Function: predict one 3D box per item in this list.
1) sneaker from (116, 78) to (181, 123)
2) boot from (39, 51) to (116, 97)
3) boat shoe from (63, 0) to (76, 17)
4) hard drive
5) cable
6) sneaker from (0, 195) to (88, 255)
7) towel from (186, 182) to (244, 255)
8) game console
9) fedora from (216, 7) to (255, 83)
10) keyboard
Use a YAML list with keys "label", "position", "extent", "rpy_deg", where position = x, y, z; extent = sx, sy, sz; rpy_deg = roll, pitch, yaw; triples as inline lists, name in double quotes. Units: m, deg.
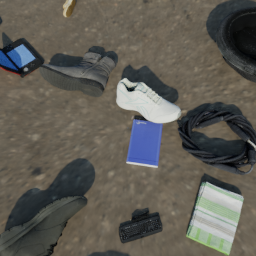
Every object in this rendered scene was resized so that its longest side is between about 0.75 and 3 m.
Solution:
- label: "sneaker"
  position: [0.513, -0.768, 7.858]
  extent: [2.051, 0.822, 0.721]
  rpy_deg: [22, 51, 23]
- label: "boot"
  position: [-1.539, -1.841, 8.758]
  extent: [2.125, 0.742, 1.399]
  rpy_deg: [19, 61, -2]
- label: "boat shoe"
  position: [-2.181, -4.361, 10.135]
  extent: [0.317, 0.338, 0.916]
  rpy_deg: [8, 61, 15]
- label: "hard drive"
  position: [0.481, 0.416, 7.870]
  extent: [0.856, 0.165, 1.297]
  rpy_deg: [8, 64, 4]
- label: "cable"
  position: [2.486, 0.231, 7.745]
  extent: [2.221, 0.564, 1.812]
  rpy_deg: [18, 65, 9]
- label: "sneaker"
  position: [-1.916, 2.452, 6.603]
  extent: [2.378, 0.903, 1.079]
  rpy_deg: [-33, 78, -8]
- label: "towel"
  position: [2.192, 2.197, 6.972]
  extent: [1.113, 0.229, 1.492]
  rpy_deg: [20, 66, 10]
- label: "game console"
  position: [-3.647, -2.361, 8.845]
  extent: [1.235, 0.851, 1.433]
  rpy_deg: [-38, 70, -16]
- label: "fedora"
  position: [4.056, -2.250, 8.494]
  extent: [2.997, 1.369, 2.997]
  rpy_deg: [-1, 63, 1]
- label: "keyboard"
  position: [0.280, 2.409, 6.882]
  extent: [1.076, 0.213, 0.560]
  rpy_deg: [-15, 65, -8]
